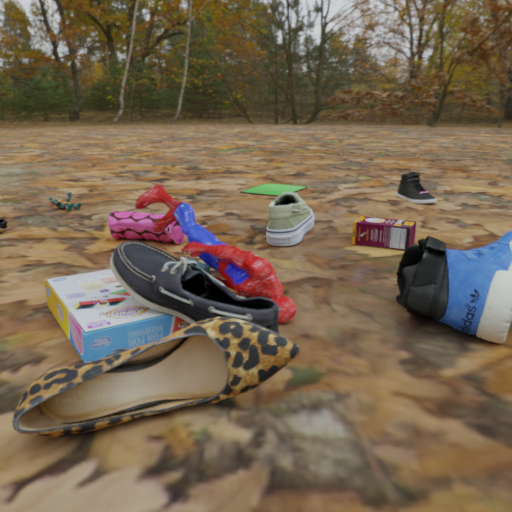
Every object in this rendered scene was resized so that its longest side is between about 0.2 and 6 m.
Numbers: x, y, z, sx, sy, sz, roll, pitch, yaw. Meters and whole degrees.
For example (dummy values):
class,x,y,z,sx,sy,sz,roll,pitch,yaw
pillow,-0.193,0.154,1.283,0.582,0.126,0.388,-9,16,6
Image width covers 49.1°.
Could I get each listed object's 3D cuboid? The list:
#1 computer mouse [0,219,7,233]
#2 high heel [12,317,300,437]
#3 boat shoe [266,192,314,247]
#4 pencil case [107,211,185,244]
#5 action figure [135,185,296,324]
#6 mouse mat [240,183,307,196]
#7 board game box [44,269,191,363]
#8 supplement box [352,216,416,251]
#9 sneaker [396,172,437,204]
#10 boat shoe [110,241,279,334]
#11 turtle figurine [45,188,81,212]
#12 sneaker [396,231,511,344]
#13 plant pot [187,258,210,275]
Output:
class,x,y,z,sx,sy,sz,roll,pitch,yaw
computer mouse,-6.452,-0.860,12.902,1.121,0.449,2.045,-11,20,-29
high heel,-0.904,1.205,5.136,2.400,0.857,1.711,-11,5,24
boat shoe,0.779,-0.973,12.509,1.026,0.884,2.849,2,17,7
pencil case,-2.313,-0.613,11.669,1.603,0.727,0.751,2,14,16
action figure,-0.620,0.030,8.585,3.342,1.093,0.864,33,68,35
mouse mat,0.575,-2.091,17.673,1.539,0.072,1.912,9,18,27
board game box,-1.825,0.698,7.729,1.682,0.443,2.198,-10,19,-29
supplement box,2.628,-0.470,11.504,1.170,0.501,0.646,8,18,23
sneaker,4.563,-1.952,15.945,0.561,0.788,1.588,-5,19,-21
boat shoe,-0.753,0.332,6.850,2.502,0.785,0.909,31,36,22
turtle figurine,-5.116,-1.439,14.847,0.897,0.452,0.672,25,41,23
sneaker,3.027,0.163,8.263,1.677,1.157,3.014,18,29,24
plant pot,-1.063,0.410,8.635,0.540,0.530,0.528,-22,27,-39
